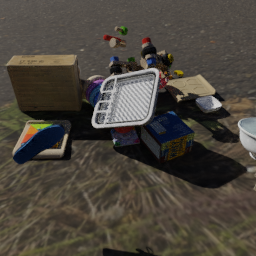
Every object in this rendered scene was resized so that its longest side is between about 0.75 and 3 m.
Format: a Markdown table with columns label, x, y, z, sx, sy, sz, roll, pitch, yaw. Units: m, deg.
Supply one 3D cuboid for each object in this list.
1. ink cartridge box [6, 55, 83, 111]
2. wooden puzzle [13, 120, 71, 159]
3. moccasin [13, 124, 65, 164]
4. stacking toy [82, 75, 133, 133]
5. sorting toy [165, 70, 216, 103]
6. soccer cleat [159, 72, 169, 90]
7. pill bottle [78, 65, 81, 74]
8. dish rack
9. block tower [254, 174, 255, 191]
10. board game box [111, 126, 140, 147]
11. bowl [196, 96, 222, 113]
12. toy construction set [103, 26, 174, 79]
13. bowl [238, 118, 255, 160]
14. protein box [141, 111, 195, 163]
| label | x | y | z | sx | sy | sz | roll | pitch | yaw |
| --- | --- | --- | --- | --- | --- | --- | --- | --- | --- |
| ink cartridge box | -3.231 | -1.784 | 11.273 | 2.569 | 2.117 | 0.965 | 0 | 39 | 0 |
| wooden puzzle | -3.046 | 0.323 | 10.100 | 1.740 | 0.350 | 1.881 | 0 | 39 | -1 |
| moccasin | -2.219 | 0.311 | 6.901 | 1.434 | 0.577 | 0.489 | -30 | 20 | 1 |
| stacking toy | -0.681 | -0.875 | 10.988 | 1.241 | 1.241 | 2.908 | -21 | 48 | -24 |
| sorting toy | 2.682 | -2.001 | 13.008 | 1.821 | 0.327 | 2.445 | -14 | 41 | -9 |
| soccer cleat | 0.639 | -1.683 | 12.324 | 2.597 | 0.993 | 0.866 | -29 | 89 | -15 |
| pill bottle | -2.971 | -2.393 | 12.951 | 0.922 | 0.922 | 1.662 | 14 | 41 | 16 |
| dish rack | -0.007 | -0.917 | 9.758 | 2.502 | 0.545 | 2.147 | -5 | 62 | 36 |
| block tower | 4.864 | 2.084 | 7.633 | 0.760 | 0.813 | 2.813 | -26 | 48 | -28 |
| board game box | -0.109 | 0.283 | 10.331 | 0.923 | 0.119 | 0.923 | -8 | 40 | -11 |
| bowl | 3.335 | -0.943 | 11.663 | 0.881 | 0.329 | 0.883 | -14 | 41 | -16 |
| toy construction set | 0.531 | -2.898 | 11.856 | 2.246 | 2.437 | 2.922 | -5 | 55 | -48 |
| bowl | 4.664 | 0.530 | 9.099 | 2.288 | 1.028 | 2.288 | 5 | 22 | -2 |
| protein box | 1.333 | 0.287 | 9.702 | 1.325 | 0.900 | 1.334 | -18 | 43 | -20 |
